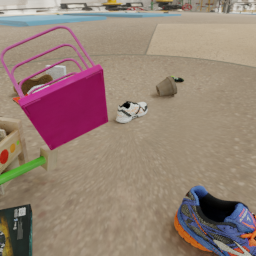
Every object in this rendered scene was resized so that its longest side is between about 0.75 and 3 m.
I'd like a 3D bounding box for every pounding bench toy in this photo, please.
[{"bbox_3d":[-3.231,0.925,6.631,2.619,1.627,2.043,7,29,8],"label":"pounding bench toy"}]

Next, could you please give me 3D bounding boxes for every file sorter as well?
[{"bbox_3d":[-1.534,-0.822,6.278,1.615,2.324,1.457,-28,70,-13],"label":"file sorter"}]

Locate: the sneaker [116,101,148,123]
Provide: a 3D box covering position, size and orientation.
[{"bbox_3d":[0.214,-0.756,10.793,0.623,0.676,1.689,18,32,33],"label":"sneaker"}]

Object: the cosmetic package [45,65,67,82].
[{"bbox_3d":[-3.710,-2.819,14.477,1.032,0.778,0.267,6,30,11],"label":"cosmetic package"}]

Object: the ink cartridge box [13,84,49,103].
[{"bbox_3d":[-4.050,-1.453,12.349,1.679,0.397,1.344,-20,35,-35],"label":"ink cartridge box"}]

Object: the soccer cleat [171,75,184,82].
[{"bbox_3d":[2.488,-2.477,14.444,0.817,0.276,0.331,19,57,25],"label":"soccer cleat"}]

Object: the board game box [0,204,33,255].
[{"bbox_3d":[-2.649,2.548,4.970,1.804,0.375,2.667,-8,30,-14],"label":"board game box"}]

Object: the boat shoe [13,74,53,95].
[{"bbox_3d":[-4.560,-2.058,13.293,0.714,0.715,1.983,1,26,47],"label":"boat shoe"}]

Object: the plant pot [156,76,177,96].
[{"bbox_3d":[1.706,-1.829,12.702,0.764,0.881,0.881,-21,32,-6],"label":"plant pot"}]

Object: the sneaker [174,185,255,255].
[{"bbox_3d":[2.119,2.022,5.155,2.858,1.121,1.077,20,35,33],"label":"sneaker"}]
